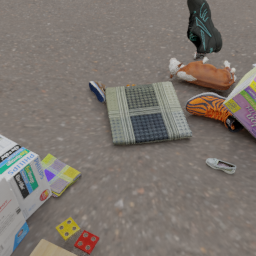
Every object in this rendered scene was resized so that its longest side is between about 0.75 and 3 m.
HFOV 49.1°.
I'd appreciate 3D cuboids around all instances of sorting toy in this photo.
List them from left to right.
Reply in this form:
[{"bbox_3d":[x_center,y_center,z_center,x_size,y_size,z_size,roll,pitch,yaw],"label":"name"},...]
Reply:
[{"bbox_3d":[-1.606,3.107,5.892,1.203,0.422,2.495,16,44,18],"label":"sorting toy"}]

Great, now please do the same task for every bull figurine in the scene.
[{"bbox_3d":[3.168,-2.365,11.872,2.880,0.938,1.748,28,47,29],"label":"bull figurine"}]

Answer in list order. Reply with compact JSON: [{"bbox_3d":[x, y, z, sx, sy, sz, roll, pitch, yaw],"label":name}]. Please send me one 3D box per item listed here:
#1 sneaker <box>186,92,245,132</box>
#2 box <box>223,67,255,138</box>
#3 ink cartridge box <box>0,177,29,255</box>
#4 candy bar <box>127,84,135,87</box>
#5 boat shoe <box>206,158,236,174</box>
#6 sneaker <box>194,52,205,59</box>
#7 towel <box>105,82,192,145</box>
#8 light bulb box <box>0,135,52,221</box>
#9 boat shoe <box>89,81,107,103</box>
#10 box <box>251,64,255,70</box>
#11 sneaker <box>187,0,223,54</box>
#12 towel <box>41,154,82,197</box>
[{"bbox_3d":[3.222,-0.534,9.782,2.292,0.889,1.284,1,39,1],"label":"sneaker"},{"bbox_3d":[4.668,-0.890,9.298,2.094,1.151,2.381,46,52,2],"label":"box"},{"bbox_3d":[-2.964,1.985,5.922,0.697,2.089,1.210,16,43,19],"label":"ink cartridge box"},{"bbox_3d":[0.151,-1.047,10.878,0.549,0.244,2.201,1,42,2],"label":"candy bar"},{"bbox_3d":[2.772,1.084,8.359,0.870,0.279,0.321,23,46,25],"label":"boat shoe"},{"bbox_3d":[3.594,-3.642,13.829,0.378,0.356,0.924,32,51,24],"label":"sneaker"},{"bbox_3d":[0.628,-0.569,10.065,2.720,0.488,2.825,-6,49,-4],"label":"towel"},{"bbox_3d":[-3.026,1.225,7.148,1.649,1.635,1.029,22,47,25],"label":"light bulb box"},{"bbox_3d":[-1.087,-1.531,11.227,0.521,0.520,1.439,-18,44,-22],"label":"boat shoe"},{"bbox_3d":[5.686,-2.291,11.726,1.402,1.012,0.255,-14,42,-17],"label":"box"},{"bbox_3d":[2.191,-3.214,8.657,0.808,0.769,2.040,-18,77,-6],"label":"sneaker"},{"bbox_3d":[-2.163,1.344,8.148,1.432,0.163,1.028,26,48,27],"label":"towel"}]
